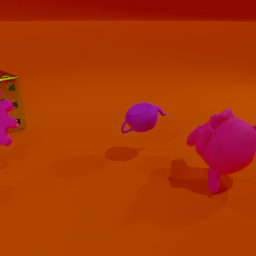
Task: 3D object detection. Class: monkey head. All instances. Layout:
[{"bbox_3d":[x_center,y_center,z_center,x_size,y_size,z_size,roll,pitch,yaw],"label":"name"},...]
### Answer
[{"bbox_3d":[1.702,0.320,5.169,1.709,1.030,1.230,-47,3,-18],"label":"monkey head"}]

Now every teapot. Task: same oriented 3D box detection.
[{"bbox_3d":[0.340,-0.198,5.921,1.128,0.552,0.701,-27,32,-15],"label":"teapot"}]

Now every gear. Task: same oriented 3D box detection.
[{"bbox_3d":[-2.806,-0.089,5.082,1.441,1.441,0.267,-4,-7,-9],"label":"gear"}]

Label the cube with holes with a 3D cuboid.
[{"bbox_3d":[-3.689,-0.650,7.275,1.385,1.385,1.385,-21,30,-40],"label":"cube with holes"}]
